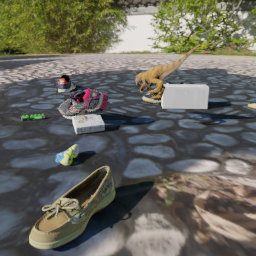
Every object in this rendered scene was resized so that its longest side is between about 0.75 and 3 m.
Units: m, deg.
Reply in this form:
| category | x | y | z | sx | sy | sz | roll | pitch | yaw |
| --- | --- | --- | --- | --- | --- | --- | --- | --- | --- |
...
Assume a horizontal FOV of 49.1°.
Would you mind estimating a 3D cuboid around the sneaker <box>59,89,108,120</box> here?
| category | x | y | z | sx | sy | sz | roll | pitch | yaw |
| --- | --- | --- | --- | --- | --- | --- | --- | --- | --- |
| sneaker | -1.958 | -1.052 | 11.138 | 2.613 | 1.053 | 0.975 | -13 | -26 | 43 |

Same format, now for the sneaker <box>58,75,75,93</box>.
| category | x | y | z | sx | sy | sz | roll | pitch | yaw |
| --- | --- | --- | --- | --- | --- | --- | --- | --- | --- |
| sneaker | -3.943 | -2.979 | 18.120 | 0.888 | 1.001 | 2.368 | -1 | 19 | -2 |

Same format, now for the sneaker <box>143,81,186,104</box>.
| category | x | y | z | sx | sy | sz | roll | pitch | yaw |
| --- | --- | --- | --- | --- | --- | --- | --- | --- | --- |
| sneaker | 1.972 | -1.946 | 15.001 | 2.499 | 1.096 | 0.945 | -7 | 22 | -15 |

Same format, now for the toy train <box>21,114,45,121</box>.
| category | x | y | z | sx | sy | sz | roll | pitch | yaw |
| --- | --- | --- | --- | --- | --- | --- | --- | --- | --- |
| toy train | -4.062 | -0.446 | 12.018 | 0.999 | 0.208 | 0.282 | -5 | 30 | -15 |

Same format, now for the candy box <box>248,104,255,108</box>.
| category | x | y | z | sx | sy | sz | roll | pitch | yaw |
| --- | --- | --- | --- | --- | --- | --- | --- | --- | --- |
| candy box | 6.476 | -1.037 | 13.825 | 0.477 | 0.123 | 0.933 | -8 | 21 | -30 |

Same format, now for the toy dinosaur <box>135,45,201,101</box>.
| category | x | y | z | sx | sy | sz | roll | pitch | yaw |
| --- | --- | --- | --- | --- | --- | --- | --- | --- | --- |
| toy dinosaur | 1.140 | -1.908 | 10.081 | 0.899 | 1.580 | 2.975 | 15 | -20 | -42 |

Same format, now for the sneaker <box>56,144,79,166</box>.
| category | x | y | z | sx | sy | sz | roll | pitch | yaw |
| --- | --- | --- | --- | --- | --- | --- | --- | --- | --- |
| sneaker | -1.812 | 0.754 | 8.241 | 0.524 | 0.377 | 0.997 | 3 | 20 | 9 |

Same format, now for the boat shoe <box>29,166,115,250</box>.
| category | x | y | z | sx | sy | sz | roll | pitch | yaw |
| --- | --- | --- | --- | --- | --- | --- | --- | --- | --- |
| boat shoe | -1.044 | 1.486 | 5.585 | 0.833 | 0.712 | 2.272 | 9 | 21 | 25 |

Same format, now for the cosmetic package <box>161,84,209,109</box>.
| category | x | y | z | sx | sy | sz | roll | pitch | yaw |
| --- | --- | --- | --- | --- | --- | --- | --- | --- | --- |
| cosmetic package | 2.789 | -1.550 | 13.814 | 2.188 | 1.110 | 0.779 | 1 | 19 | 1 |

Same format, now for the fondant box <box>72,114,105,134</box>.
| category | x | y | z | sx | sy | sz | roll | pitch | yaw |
| --- | --- | --- | --- | --- | --- | --- | --- | --- | --- |
| fondant box | -1.500 | -0.172 | 10.585 | 1.071 | 0.312 | 0.773 | -6 | 37 | -19 |
